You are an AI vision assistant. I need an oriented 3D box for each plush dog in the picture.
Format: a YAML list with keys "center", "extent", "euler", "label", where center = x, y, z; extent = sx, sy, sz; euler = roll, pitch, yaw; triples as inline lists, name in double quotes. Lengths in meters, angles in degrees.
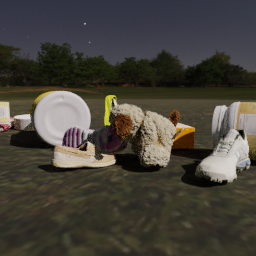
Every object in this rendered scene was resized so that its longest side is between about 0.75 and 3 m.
- center: [0.229, -0.031, 5.399]
  extent: [1.278, 1.194, 1.488]
  euler: [26, 4, -11]
  label: "plush dog"

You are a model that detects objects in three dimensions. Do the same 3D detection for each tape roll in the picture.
- center: [-3.194, -0.260, 11.069]
  extent: [2.523, 0.461, 2.523]
  euler: [-1, 8, 0]
  label: "tape roll"

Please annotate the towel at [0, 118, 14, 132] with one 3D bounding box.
- center: [-5.411, -0.113, 10.682]
  extent: [2.009, 0.317, 2.789]
  euler: [1, 9, -7]
  label: "towel"

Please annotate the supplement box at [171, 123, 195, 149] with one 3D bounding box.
- center: [1.020, 0.172, 7.432]
  extent: [0.948, 0.553, 1.504]
  euler: [-1, 8, -11]
  label: "supplement box"

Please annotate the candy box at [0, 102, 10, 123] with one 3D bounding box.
- center: [-5.470, -0.472, 9.114]
  extent: [2.667, 0.738, 1.540]
  euler: [-4, 3, -43]
  label: "candy box"

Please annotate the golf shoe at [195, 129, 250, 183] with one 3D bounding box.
- center: [1.615, 0.417, 4.744]
  extent: [0.643, 0.799, 1.643]
  euler: [8, 12, 34]
  label: "golf shoe"

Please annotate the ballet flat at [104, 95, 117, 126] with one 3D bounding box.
- center: [-0.479, -0.431, 8.130]
  extent: [0.383, 1.144, 0.382]
  euler: [-11, -21, 30]
  label: "ballet flat"

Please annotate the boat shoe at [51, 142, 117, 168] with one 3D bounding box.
- center: [-0.772, 0.485, 5.258]
  extent: [1.312, 0.454, 0.484]
  euler: [2, 3, -37]
  label: "boat shoe"

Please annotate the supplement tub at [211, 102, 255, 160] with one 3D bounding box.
- center: [2.654, 0.071, 5.737]
  extent: [1.668, 1.205, 1.205]
  euler: [3, 8, 28]
  label: "supplement tub"

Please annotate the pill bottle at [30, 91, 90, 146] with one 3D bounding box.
- center: [-2.060, -0.347, 8.062]
  extent: [1.433, 1.433, 2.575]
  euler: [-3, 8, -22]
  label: "pill bottle"

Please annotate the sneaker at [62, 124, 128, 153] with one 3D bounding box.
- center: [-0.708, 0.318, 6.288]
  extent: [1.683, 0.677, 0.744]
  euler: [-3, -12, 29]
  label: "sneaker"
